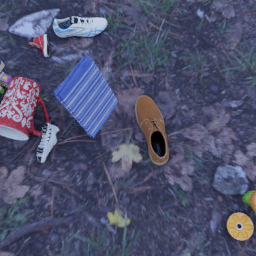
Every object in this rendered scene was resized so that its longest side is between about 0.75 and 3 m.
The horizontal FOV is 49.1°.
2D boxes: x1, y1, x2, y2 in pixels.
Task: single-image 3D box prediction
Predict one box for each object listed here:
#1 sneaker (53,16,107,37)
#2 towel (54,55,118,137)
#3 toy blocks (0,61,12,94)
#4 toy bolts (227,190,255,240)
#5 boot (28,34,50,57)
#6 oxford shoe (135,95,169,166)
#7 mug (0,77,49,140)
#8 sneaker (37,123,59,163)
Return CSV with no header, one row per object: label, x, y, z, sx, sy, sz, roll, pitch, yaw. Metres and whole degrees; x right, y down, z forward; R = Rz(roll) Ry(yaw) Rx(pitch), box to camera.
sneaker,-2.033,-4.398,11.994,2.325,0.842,0.835,-9,71,-4
towel,-1.360,-1.035,9.818,0.305,2.554,1.849,20,67,34
toy blocks,-5.597,-1.615,10.403,1.791,2.128,1.988,26,74,1
toy bolts,4.555,3.243,9.225,1.959,1.422,2.050,-39,76,-11
boot,-3.800,-3.436,11.915,0.824,0.413,1.142,-12,65,-3
oxford shoe,0.970,-0.070,10.526,1.018,1.018,2.855,-16,71,-4
mug,-4.024,-0.662,10.747,1.391,1.851,2.085,-6,63,36
sneaker,-2.997,0.595,10.554,0.564,0.609,1.501,11,86,45
